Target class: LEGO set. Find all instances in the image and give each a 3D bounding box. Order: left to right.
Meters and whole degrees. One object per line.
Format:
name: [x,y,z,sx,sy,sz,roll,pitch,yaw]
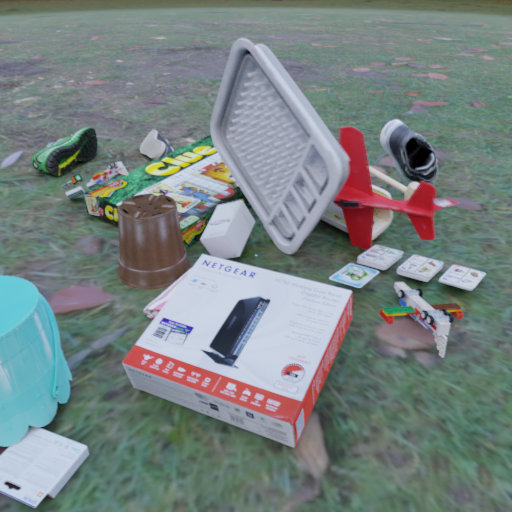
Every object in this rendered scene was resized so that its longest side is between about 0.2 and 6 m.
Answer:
LEGO set: [-3.806,-1.707,13.293,1.491,0.490,1.996,-26,1,-12]
LEGO set: [2.634,0.713,10.223,2.303,0.757,3.083,16,25,29]

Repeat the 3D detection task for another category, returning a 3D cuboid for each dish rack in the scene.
dish rack: [0.439,-2.163,11.216,0.793,3.126,3.642,-23,71,-26]

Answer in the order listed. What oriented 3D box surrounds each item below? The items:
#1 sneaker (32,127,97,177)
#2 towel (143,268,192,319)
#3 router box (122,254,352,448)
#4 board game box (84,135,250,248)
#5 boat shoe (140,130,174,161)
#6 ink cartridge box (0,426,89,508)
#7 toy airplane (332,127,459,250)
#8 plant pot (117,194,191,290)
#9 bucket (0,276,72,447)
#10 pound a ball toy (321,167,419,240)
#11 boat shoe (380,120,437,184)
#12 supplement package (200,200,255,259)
sneaker: [-5.412,-3.077,15.980,1.019,0.933,2.392,12,33,20]
towel: [-0.449,0.801,10.010,2.565,0.384,1.877,15,33,23]
router box: [-0.207,1.252,8.412,2.683,0.655,2.408,13,48,22]
board game box: [-1.149,-2.037,14.342,3.026,0.677,5.775,18,37,30]
boat shoe: [-2.889,-3.135,16.594,0.680,0.788,2.169,34,8,-31]
ink cartridge box: [-2.793,2.667,7.064,0.951,0.210,0.969,12,36,21]
toy airplane: [2.332,-1.028,10.786,2.926,2.926,0.538,15,47,23]
plant pot: [-2.059,-0.342,10.891,1.472,1.458,1.472,-1,31,1]
bucket: [-3.851,1.399,7.730,2.364,1.538,2.364,-2,27,1]
pound a ball toy: [2.285,-1.222,12.608,1.596,1.040,2.447,-38,46,-23]
boat shoe: [3.945,-2.344,13.597,0.944,2.633,0.892,-50,50,5]
supplement package: [-0.572,-0.525,11.513,0.636,0.638,1.088,-9,41,31]
